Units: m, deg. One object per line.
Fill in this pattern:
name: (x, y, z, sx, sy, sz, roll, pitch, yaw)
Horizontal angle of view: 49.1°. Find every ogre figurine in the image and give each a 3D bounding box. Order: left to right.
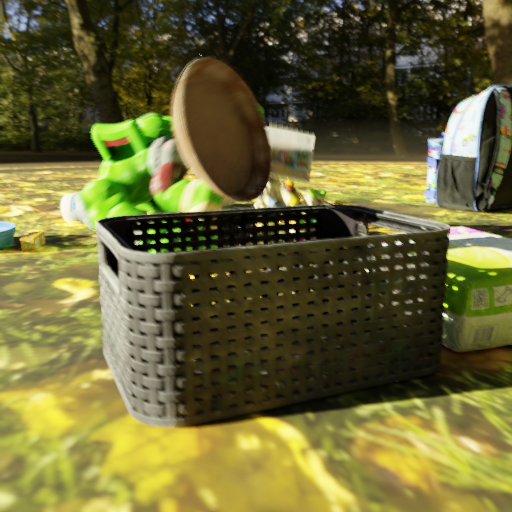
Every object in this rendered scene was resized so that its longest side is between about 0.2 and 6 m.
ogre figurine: (-1.608, -1.571, 10.325, 2.541, 4.238, 2.079, 10, -21, 20)

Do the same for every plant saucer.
plant saucer: (-0.412, -1.447, 6.642, 0.298, 1.728, 1.728, -13, 3, 35)

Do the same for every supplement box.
supplement box: (-4.809, -0.318, 12.082, 0.293, 0.303, 0.881, -2, 11, -6)

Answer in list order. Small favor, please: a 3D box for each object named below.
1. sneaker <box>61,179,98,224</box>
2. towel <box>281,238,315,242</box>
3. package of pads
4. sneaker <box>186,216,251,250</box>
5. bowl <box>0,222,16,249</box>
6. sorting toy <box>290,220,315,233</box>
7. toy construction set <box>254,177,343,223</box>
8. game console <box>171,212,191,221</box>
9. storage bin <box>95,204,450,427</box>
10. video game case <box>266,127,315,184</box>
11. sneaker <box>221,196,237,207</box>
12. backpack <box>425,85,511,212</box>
sneaker: (-4.008, -1.659, 15.995, 1.696, 1.170, 3.049, -2, 15, 17)
towel: (1.776, -0.350, 12.335, 1.510, 0.238, 2.096, -9, 15, -43)
package of pads: (2.794, 0.332, 7.546, 2.181, 0.963, 2.823, -5, 14, -17)
sneaker: (-0.994, -0.531, 11.720, 1.990, 0.754, 0.871, -9, 7, -7)
bowl: (-6.336, -0.395, 12.142, 2.102, 0.413, 2.102, 0, 13, 0)
sorting toy: (1.425, -0.736, 13.508, 1.267, 0.252, 1.714, -2, 8, -2)
toy construction set: (0.770, -1.352, 13.034, 2.243, 1.033, 1.471, 17, 9, 38)
game console: (-1.716, -0.481, 11.609, 1.512, 0.897, 1.303, -19, 32, 7)
storage bin: (0.126, 0.385, 5.969, 3.308, 1.551, 2.236, -6, 14, -23)
video game case: (0.631, -2.190, 12.174, 1.192, 1.085, 0.141, 10, -13, -5)
sneaker: (-0.830, -1.295, 12.068, 1.526, 0.584, 0.616, -22, 8, -2)
backpack: (7.271, -3.438, 17.983, 3.466, 3.796, 2.554, -10, 15, -35)
